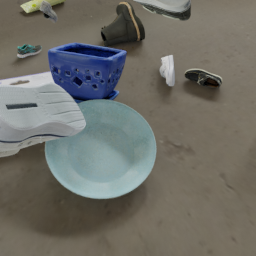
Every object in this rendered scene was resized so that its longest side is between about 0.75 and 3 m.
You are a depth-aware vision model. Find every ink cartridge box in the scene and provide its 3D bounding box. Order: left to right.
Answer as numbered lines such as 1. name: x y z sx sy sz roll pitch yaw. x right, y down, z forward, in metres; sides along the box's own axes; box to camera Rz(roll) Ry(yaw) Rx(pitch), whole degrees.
1. ink cartridge box: -3.317 -0.728 8.858 2.445 0.536 2.468 -12 50 -12

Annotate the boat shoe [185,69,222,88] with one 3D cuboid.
1. boat shoe: 2.623 -1.731 9.843 1.330 0.478 0.450 19 45 14

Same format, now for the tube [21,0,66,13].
1. tube: -4.235 -6.367 14.161 2.218 0.576 0.644 -29 15 -19

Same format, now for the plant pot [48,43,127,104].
1. plant pot: -1.203 -1.572 8.633 1.879 1.689 1.879 11 26 10

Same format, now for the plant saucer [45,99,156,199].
1. plant saucer: -0.702 0.544 7.431 2.866 0.552 2.866 4 58 -7

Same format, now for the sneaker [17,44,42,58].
1. sneaker: -3.947 -3.166 11.193 1.019 0.465 0.395 -29 54 -25

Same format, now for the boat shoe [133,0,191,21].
1. boat shoe: 0.349 -1.811 3.920 1.197 0.381 0.423 37 84 26

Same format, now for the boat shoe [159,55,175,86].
1. boat shoe: 1.407 -2.051 10.157 0.529 0.596 1.619 -5 41 13

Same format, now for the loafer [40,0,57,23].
1. loafer: -2.294 -3.271 8.035 0.335 0.958 0.334 31 86 8

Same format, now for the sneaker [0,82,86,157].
1. sneaker: -1.635 -0.155 4.622 0.998 2.820 1.030 -28 84 14

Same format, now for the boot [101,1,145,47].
1. boot: -0.550 -4.592 12.237 1.807 1.012 2.613 -18 48 -9
